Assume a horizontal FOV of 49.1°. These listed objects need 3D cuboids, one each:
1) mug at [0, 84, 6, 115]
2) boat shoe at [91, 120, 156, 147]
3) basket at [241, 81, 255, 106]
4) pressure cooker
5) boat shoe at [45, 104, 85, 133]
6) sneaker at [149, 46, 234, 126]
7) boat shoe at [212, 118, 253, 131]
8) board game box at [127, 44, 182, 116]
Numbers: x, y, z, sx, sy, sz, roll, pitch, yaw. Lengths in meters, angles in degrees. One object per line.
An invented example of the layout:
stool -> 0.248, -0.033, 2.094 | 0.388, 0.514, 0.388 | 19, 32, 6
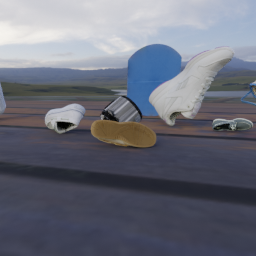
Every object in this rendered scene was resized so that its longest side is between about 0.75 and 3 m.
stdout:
mug -> -4.858, -0.920, 9.523 | 1.360, 1.116, 1.089 | -26, 39, -23
boat shoe -> -0.091, 0.108, 5.202 | 1.217, 0.449, 0.421 | 13, -13, -10
basket -> 3.946, -1.019, 8.276 | 0.942, 0.655, 0.831 | -39, 31, -7
pressure cooker -> -0.197, -0.203, 6.009 | 0.825, 0.725, 0.737 | -43, 17, -15
boat shoe -> -1.615, -0.147, 6.682 | 0.573, 0.520, 1.557 | 31, -31, -28
sneaker -> 1.849, -1.076, 7.670 | 1.008, 1.342, 2.694 | -6, -27, -50
boat shoe -> 2.560, -0.030, 6.922 | 0.951, 0.346, 0.294 | 4, 37, 30
board game box -> 0.913, -1.844, 10.836 | 2.179, 2.758, 0.537 | -5, 21, -18
